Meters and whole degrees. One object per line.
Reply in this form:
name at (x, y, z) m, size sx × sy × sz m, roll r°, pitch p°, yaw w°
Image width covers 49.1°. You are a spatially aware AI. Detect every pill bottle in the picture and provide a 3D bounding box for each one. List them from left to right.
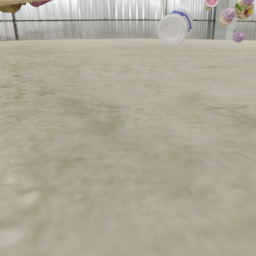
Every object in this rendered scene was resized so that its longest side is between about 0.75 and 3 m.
pill bottle at (1.543, -3.201, 8.781) m, size 0.913 × 0.913 × 1.525 m, roll 8°, pitch 32°, yaw 19°

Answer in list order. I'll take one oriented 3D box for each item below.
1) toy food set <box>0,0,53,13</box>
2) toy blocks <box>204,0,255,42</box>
toy food set at (-2.397, -2.970, 5.886) m, size 1.750 × 0.434 × 2.754 m, roll -16°, pitch 47°, yaw -19°
toy blocks at (2.279, -2.355, 5.247) m, size 1.200 × 1.284 × 1.081 m, roll -40°, pitch 3°, yaw 12°
